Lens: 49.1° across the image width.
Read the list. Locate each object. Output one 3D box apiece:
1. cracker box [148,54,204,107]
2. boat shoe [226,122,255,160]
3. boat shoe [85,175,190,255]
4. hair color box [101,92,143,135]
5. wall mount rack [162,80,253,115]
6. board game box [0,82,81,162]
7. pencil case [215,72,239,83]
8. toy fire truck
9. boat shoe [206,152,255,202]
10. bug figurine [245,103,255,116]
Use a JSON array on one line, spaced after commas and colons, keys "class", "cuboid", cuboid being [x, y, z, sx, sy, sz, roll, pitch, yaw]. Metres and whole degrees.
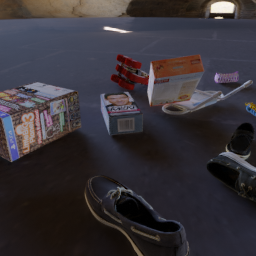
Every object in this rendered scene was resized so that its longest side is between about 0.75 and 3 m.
[{"class": "cracker box", "cuboid": [1.325, -1.343, 8.331, 1.354, 0.583, 2.022, -8, -16, -2]}, {"class": "boat shoe", "cuboid": [2.789, 0.293, 6.882, 0.568, 0.474, 1.522, 16, 31, 26]}, {"class": "boat shoe", "cuboid": [0.049, 1.263, 4.545, 0.868, 0.749, 2.388, -18, 31, -32]}, {"class": "hair color box", "cuboid": [-0.241, -0.493, 8.366, 0.944, 0.578, 1.908, -6, 26, -11]}, {"class": "wall mount rack", "cuboid": [2.484, -1.137, 9.143, 2.691, 1.003, 2.338, -21, 30, -32]}, {"class": "board game box", "cuboid": [-2.681, -0.316, 7.342, 1.807, 1.098, 2.267, 17, 30, 33]}, {"class": "pencil case", "cuboid": [4.213, -2.171, 11.991, 1.023, 0.437, 0.429, -5, 12, -13]}, {"class": "toy fire truck", "cuboid": [0.345, -2.192, 11.489, 1.666, 1.113, 1.984, 7, 21, -31]}, {"class": "boat shoe", "cuboid": [2.235, 1.047, 5.208, 0.554, 0.672, 1.957, -16, 23, -18]}, {"class": "bug figurine", "cuboid": [4.543, -0.386, 8.231, 2.027, 0.522, 1.572, -4, 32, -18]}]
